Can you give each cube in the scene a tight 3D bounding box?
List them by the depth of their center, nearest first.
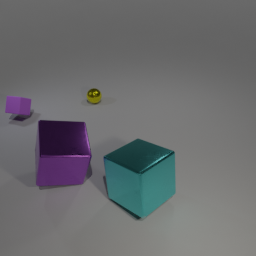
[{"bbox_3d":[0.347,1.311,7.743,1.400,1.400,1.400,-25,31,-38],"label":"cube"},{"bbox_3d":[-1.987,0.747,8.368,1.400,1.400,1.400,2,45,-22],"label":"cube"},{"bbox_3d":[-4.527,-0.919,11.573,0.700,0.700,0.700,7,1,18],"label":"cube"}]

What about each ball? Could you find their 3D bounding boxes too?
[{"bbox_3d":[-1.554,-1.476,12.850,0.700,0.700,0.700,0,34,0],"label":"ball"}]
